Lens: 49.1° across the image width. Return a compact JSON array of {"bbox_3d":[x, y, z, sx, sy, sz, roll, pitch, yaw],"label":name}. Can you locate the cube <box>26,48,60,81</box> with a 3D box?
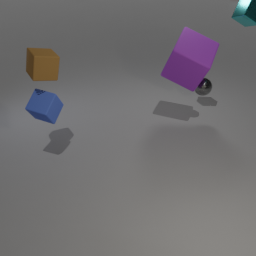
[{"bbox_3d":[-2.364,-1.758,7.739,0.700,0.700,0.700,-8,36,-34],"label":"cube"}]

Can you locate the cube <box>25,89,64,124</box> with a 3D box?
[{"bbox_3d":[-2.438,-0.629,8.234,0.700,0.700,0.700,16,71,13],"label":"cube"}]

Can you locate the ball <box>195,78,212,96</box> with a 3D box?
[{"bbox_3d":[2.942,-1.617,10.987,0.700,0.700,0.700,0,30,0],"label":"ball"}]

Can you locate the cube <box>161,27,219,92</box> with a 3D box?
[{"bbox_3d":[2.236,-2.481,10.207,1.400,1.400,1.400,27,59,1],"label":"cube"}]

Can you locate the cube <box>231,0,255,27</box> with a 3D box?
[{"bbox_3d":[4.124,-3.950,9.521,0.700,0.700,0.700,21,7,-21],"label":"cube"}]
